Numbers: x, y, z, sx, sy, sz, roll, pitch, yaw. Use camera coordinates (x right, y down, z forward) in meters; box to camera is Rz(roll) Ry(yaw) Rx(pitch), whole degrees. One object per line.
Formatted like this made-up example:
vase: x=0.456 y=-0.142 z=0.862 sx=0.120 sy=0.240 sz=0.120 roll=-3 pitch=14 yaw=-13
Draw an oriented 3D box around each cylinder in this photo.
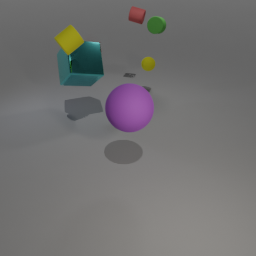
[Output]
cylinder: x=1.235 y=-4.395 z=11.986 sx=0.700 sy=0.700 sz=0.700 roll=9 pitch=21 yaw=15
cylinder: x=0.456 y=-5.625 z=13.980 sx=0.700 sy=0.700 sz=0.700 roll=18 pitch=32 yaw=5
cylinder: x=-1.933 y=-2.888 z=9.205 sx=0.700 sy=0.700 sz=0.700 roll=-40 pitch=38 yaw=-2

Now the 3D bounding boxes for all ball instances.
ball: x=0.044 y=-0.574 z=8.044 sx=1.400 sy=1.400 sz=1.400 roll=0 pitch=29 yaw=0
ball: x=1.010 y=-3.183 z=13.935 sx=0.700 sy=0.700 sz=0.700 roll=0 pitch=29 yaw=0

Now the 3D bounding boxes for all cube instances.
cube: x=-1.947 y=-2.572 z=11.328 sx=1.400 sy=1.400 sz=1.400 roll=-3 pitch=-9 yaw=-30
